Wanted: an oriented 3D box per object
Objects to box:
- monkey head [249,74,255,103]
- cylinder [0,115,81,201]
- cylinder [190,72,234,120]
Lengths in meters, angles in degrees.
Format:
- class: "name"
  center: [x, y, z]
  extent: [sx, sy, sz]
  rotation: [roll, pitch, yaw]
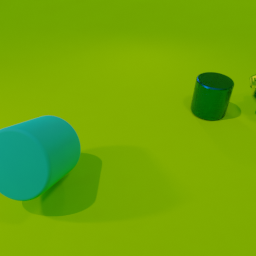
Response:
- class: "monkey head"
  center: [3.626, -1.015, 6.898]
  extent: [0.960, 1.146, 1.593]
  rotation: [29, 24, -42]
- class: "cylinder"
  center: [-1.670, 0.484, 5.080]
  extent: [1.252, 1.252, 1.252]
  rotation: [9, 14, 12]
- class: "cylinder"
  center: [2.211, -0.848, 7.424]
  extent: [0.955, 0.955, 0.955]
  rotation: [2, 38, -1]
